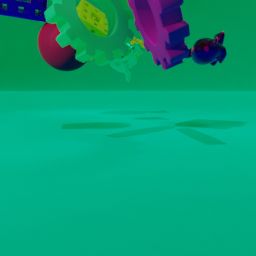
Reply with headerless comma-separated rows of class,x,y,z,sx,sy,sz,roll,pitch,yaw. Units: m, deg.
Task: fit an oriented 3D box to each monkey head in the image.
monkey head,2.107,-2.132,7.319,0.830,0.990,1.377,16,-7,-20
monkey head,0.087,-3.205,10.982,1.481,1.065,0.892,-42,12,-35
monkey head,-0.105,-2.203,8.562,0.917,1.522,1.095,-42,23,-19

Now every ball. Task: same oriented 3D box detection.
ball,-1.531,-2.060,6.883,1.309,1.309,1.309,0,8,0

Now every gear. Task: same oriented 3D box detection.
gear,0.487,-2.099,5.160,0.372,2.009,2.009,-24,11,-4
gear,-0.711,-2.285,5.695,1.950,1.950,0.361,-8,-2,-42

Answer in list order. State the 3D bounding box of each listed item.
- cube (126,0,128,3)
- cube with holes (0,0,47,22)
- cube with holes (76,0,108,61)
cube,0.708,-3.753,6.548,1.395,1.395,1.395,-17,-3,38
cube with holes,-2.423,-3.121,6.399,1.055,1.055,1.055,2,26,-22
cube with holes,-1.532,-3.653,10.488,1.289,1.289,1.289,26,-46,-30
